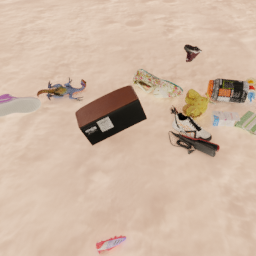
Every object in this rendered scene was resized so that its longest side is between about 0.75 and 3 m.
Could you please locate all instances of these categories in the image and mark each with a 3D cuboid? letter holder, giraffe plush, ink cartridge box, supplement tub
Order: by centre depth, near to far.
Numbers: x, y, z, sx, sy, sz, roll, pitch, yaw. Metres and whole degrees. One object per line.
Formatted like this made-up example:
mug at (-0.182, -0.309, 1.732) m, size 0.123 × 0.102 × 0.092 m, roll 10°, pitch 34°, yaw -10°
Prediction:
letter holder at (-0.680, -0.667, 9.805) m, size 2.156 × 1.084 × 1.532 m, roll -26°, pitch 49°, yaw 2°
giraffe plush at (2.781, -0.813, 11.723) m, size 1.137 × 1.210 × 1.402 m, roll -45°, pitch 35°, yaw -22°
ink cartridge box at (4.086, -0.383, 11.752) m, size 1.064 × 0.361 × 0.612 m, roll 4°, pitch 42°, yaw 4°
supplement tub at (4.503, -1.707, 12.739) m, size 1.676 × 1.027 × 1.027 m, roll 9°, pitch 42°, yaw 9°

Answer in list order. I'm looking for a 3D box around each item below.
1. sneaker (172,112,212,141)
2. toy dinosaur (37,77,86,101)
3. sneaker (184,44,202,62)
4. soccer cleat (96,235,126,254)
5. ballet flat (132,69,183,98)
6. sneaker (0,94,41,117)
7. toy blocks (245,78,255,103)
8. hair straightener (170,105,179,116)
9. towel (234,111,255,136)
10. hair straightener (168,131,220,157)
sneaker at (2.522, -0.011, 11.098) m, size 1.753 × 0.701 × 0.646 m, roll 30°, pitch 48°, yaw 27°
toy dinosaur at (-2.931, -1.911, 13.144) m, size 2.030 × 1.066 × 1.842 m, roll 15°, pitch 21°, yaw 36°
sneaker at (2.601, -3.079, 11.807) m, size 1.251 × 0.722 × 0.473 m, roll -8°, pitch 52°, yaw -48°
soccer cleat at (-0.460, 3.231, 7.800) m, size 0.889 × 0.296 × 0.340 m, roll -8°, pitch 77°, yaw -20°
ballet flat at (1.302, -1.926, 13.240) m, size 2.815 × 1.064 × 0.900 m, roll 33°, pitch 81°, yaw 37°
sneaker at (-4.925, -1.215, 12.426) m, size 2.085 × 0.756 × 1.189 m, roll -8°, pitch 39°, yaw -9°
toy blocks at (6.110, -1.653, 13.023) m, size 1.326 × 0.578 × 1.591 m, roll 11°, pitch 43°, yaw 13°
hair straightener at (2.017, -0.738, 12.294) m, size 0.326 × 0.173 × 0.847 m, roll -6°, pitch 42°, yaw -6°
towel at (5.467, -0.021, 11.482) m, size 1.764 × 0.206 × 1.346 m, roll 32°, pitch 51°, yaw 33°
hair straightener at (2.378, 0.605, 10.602) m, size 2.008 × 0.411 × 0.773 m, roll 25°, pitch 47°, yaw 25°
